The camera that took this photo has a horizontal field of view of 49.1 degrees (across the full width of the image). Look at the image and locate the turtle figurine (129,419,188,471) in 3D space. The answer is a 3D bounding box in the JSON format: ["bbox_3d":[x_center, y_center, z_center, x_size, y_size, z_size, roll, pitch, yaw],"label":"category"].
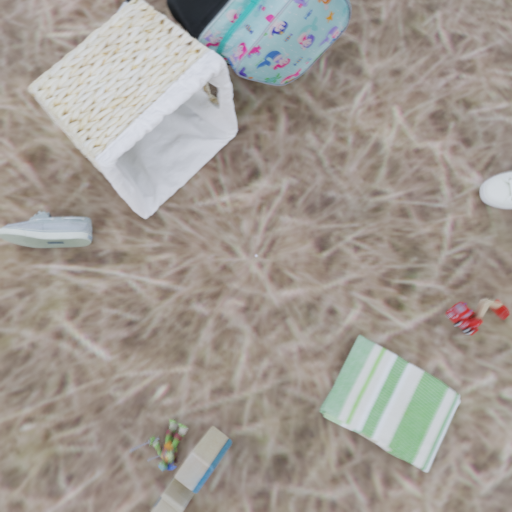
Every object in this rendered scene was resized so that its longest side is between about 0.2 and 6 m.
[{"bbox_3d":[-1.452,2.944,8.806,0.763,0.549,0.740,31,68,-11],"label":"turtle figurine"}]

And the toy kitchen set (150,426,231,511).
[{"bbox_3d":[-0.722,3.966,8.488,1.560,1.147,1.947,35,99,8],"label":"toy kitchen set"}]

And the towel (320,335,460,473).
[{"bbox_3d":[2.201,2.404,9.142,1.926,0.225,1.469,29,78,8],"label":"towel"}]

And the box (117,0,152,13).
[{"bbox_3d":[-2.512,-4.273,10.698,0.543,0.324,1.320,28,78,7],"label":"box"}]

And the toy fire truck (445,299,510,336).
[{"bbox_3d":[3.647,0.943,9.207,0.755,1.071,0.261,-46,43,15],"label":"toy fire truck"}]

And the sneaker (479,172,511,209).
[{"bbox_3d":[4.886,-1.251,9.743,1.835,0.777,0.668,-5,78,0],"label":"sneaker"}]

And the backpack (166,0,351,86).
[{"bbox_3d":[0.282,-4.202,9.364,2.508,2.825,2.127,-42,79,26],"label":"backpack"}]

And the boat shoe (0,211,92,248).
[{"bbox_3d":[-3.621,-0.475,9.715,1.555,0.542,0.554,1,68,-5],"label":"boat shoe"}]

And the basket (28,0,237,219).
[{"bbox_3d":[-1.832,-2.348,9.151,2.452,2.430,1.972,-43,78,-7],"label":"basket"}]
